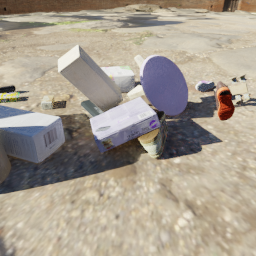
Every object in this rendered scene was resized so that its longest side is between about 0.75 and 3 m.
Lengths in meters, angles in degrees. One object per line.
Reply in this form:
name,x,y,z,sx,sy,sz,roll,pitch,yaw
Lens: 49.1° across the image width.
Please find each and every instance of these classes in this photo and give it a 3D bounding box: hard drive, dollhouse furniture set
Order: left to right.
hard drive,-1.202,-0.834,11.957,1.056,0.249,1.514,-18,41,-30
dollhouse furniture set,4.774,-1.696,12.839,0.887,1.171,1.336,-22,9,-37

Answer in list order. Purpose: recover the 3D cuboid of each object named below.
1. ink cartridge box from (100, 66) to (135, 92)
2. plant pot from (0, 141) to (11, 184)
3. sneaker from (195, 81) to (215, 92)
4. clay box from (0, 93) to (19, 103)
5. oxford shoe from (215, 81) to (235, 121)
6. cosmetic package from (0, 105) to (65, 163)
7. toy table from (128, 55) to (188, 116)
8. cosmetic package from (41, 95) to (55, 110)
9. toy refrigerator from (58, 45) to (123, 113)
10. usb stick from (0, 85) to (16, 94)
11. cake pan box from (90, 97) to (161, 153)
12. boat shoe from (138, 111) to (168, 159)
ink cartridge box,-1.165,-2.460,14.381,2.801,0.943,1.640,-5,29,-8
plant pot,-4.742,0.295,7.687,2.371,2.532,2.371,0,29,0
sneaker,3.792,-2.192,14.504,1.278,0.463,0.729,-11,24,-34
clay box,-5.674,-1.433,13.226,1.039,0.247,0.597,-5,32,-12
oxford shoe,3.059,-0.836,8.915,0.537,1.508,0.547,-12,47,8
cosmetic package,-3.828,0.119,9.566,2.925,1.083,1.487,11,30,23
toy table,1.266,-1.882,11.888,2.495,2.714,1.590,-27,26,-8
cosmetic package,-3.611,-1.164,12.668,0.471,0.318,0.896,-4,29,-7
toy refrigerator,-1.359,-1.801,10.567,0.986,2.599,0.909,-32,45,18
usb stick,-6.419,-1.801,13.745,1.710,0.474,0.279,-16,71,-26
cake pan box,-0.154,-0.221,9.753,2.253,0.589,2.075,-25,27,-4
boat shoe,0.914,0.142,9.947,0.963,0.824,2.629,-16,20,21
